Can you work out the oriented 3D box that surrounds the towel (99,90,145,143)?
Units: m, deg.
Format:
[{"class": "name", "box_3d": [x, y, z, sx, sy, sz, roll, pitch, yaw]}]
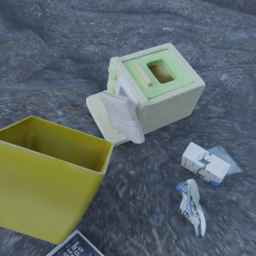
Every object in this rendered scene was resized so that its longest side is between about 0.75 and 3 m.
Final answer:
[{"class": "towel", "box_3d": [-0.194, -0.300, 6.542, 0.279, 1.071, 1.616, -29, 23, -17]}]

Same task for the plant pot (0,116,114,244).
[{"class": "plant pot", "box_3d": [-1.584, 1.059, 5.702, 2.033, 1.794, 2.033, 18, 11, -2]}]

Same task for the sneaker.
[{"class": "sneaker", "box_3d": [1.343, 1.768, 6.111, 0.528, 0.478, 1.239, -12, 76, 4]}]

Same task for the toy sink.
[{"class": "toy sink", "box_3d": [0.391, -1.003, 7.812, 2.760, 1.546, 1.799, -21, 62, -20]}]

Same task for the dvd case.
[{"class": "dvd case", "box_3d": [-0.976, 2.770, 5.508, 1.379, 0.171, 1.036, 28, 49, 36]}]

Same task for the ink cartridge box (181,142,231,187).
[{"class": "ink cartridge box", "box_3d": [1.875, 0.899, 6.860, 1.057, 0.774, 0.454, 30, 72, 20]}]
